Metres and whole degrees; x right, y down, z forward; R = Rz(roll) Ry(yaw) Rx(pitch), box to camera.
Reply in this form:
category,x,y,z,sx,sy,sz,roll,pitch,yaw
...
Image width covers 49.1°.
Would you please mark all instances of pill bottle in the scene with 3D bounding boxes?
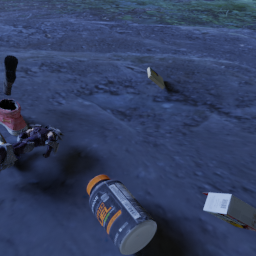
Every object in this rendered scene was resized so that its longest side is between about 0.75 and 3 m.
category,x,y,z,sx,sy,sz,roll,pitch,yaw
pill bottle,-0.214,1.549,5.350,0.812,0.812,1.528,-20,40,-27

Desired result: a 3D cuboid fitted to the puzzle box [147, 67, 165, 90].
category,x,y,z,sx,sy,sz,roll,pitch,yaw
puzzle box,1.047,-1.891,10.546,0.713,0.136,1.072,36,24,-16

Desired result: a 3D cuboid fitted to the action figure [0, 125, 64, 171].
category,x,y,z,sx,sy,sz,roll,pitch,yaw
action figure,-2.454,0.435,6.787,1.364,0.727,2.096,-3,19,36

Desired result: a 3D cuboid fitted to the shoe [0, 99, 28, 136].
category,x,y,z,sx,sy,sz,roll,pitch,yaw
shoe,-3.676,-0.535,8.372,1.888,0.859,0.674,29,44,35

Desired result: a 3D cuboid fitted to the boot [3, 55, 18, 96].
category,x,y,z,sx,sy,sz,roll,pitch,yaw
boot,-3.761,-1.663,8.812,0.414,0.780,1.185,12,50,-26

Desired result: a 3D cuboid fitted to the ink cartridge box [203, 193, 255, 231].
category,x,y,z,sx,sy,sz,roll,pitch,yaw
ink cartridge box,1.785,1.460,4.920,0.832,0.731,0.349,30,70,-19

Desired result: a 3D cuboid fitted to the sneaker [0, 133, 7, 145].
category,x,y,z,sx,sy,sz,roll,pitch,yaw
sneaker,-3.355,0.599,7.171,0.569,0.491,1.298,-32,39,-18
